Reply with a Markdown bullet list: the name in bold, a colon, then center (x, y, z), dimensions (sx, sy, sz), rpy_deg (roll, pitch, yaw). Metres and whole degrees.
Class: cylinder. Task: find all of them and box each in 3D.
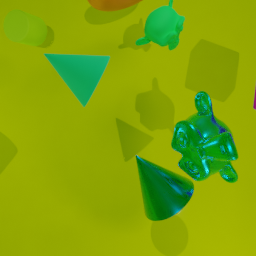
- **cylinder**: center (-2.509, -2.438, 6.883), dimensions (0.737, 0.737, 0.737), rpy_deg (3, 98, 19)

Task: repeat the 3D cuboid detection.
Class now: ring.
- **ring**: center (0.001, -3.058, 5.854), dimensions (1.876, 1.876, 0.375), rpy_deg (-22, 90, -4)

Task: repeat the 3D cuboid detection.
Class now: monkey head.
- **monkey head**: center (0.776, -2.126, 6.077), dimensions (0.774, 0.924, 1.284), rpy_deg (38, 89, 17)
- **monkey head**: center (1.536, 0.265, 5.027), dimensions (1.138, 1.359, 1.889), rpy_deg (-22, 93, -34)

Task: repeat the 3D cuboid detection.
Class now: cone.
- **cone**: center (-0.941, -0.987, 4.630), dimensions (0.961, 0.957, 0.957), rpy_deg (27, 80, -13)
- **cone**: center (0.479, 0.955, 5.393), dimensions (1.139, 1.139, 1.144), rpy_deg (-39, 105, -7)

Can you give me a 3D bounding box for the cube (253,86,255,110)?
- **cube**: center (3.277, -0.858, 5.033), dimensions (1.294, 1.294, 1.294), rpy_deg (17, 78, -24)
